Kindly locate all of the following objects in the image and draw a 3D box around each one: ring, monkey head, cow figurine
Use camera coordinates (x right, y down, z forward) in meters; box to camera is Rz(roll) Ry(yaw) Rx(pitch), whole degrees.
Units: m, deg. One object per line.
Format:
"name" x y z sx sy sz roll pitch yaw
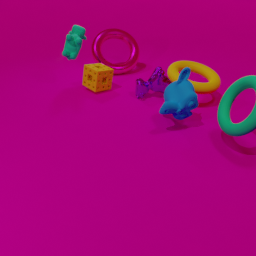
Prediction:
"ring" 2.106 -1.644 8.962 1.723 0.345 1.723 7 40 -6
"ring" -0.503 -3.181 11.594 2.029 2.029 0.406 -9 -12 -14
"monkey head" 1.239 -0.779 7.480 1.167 1.622 0.978 -6 52 -28
"cow figurine" 0.893 -1.406 9.395 1.270 1.250 0.697 24 23 -21
"ring" 2.611 -0.505 6.403 0.291 1.457 1.457 19 24 -21
"cow figurine" -1.873 -2.962 9.776 0.670 1.221 1.201 19 13 -10

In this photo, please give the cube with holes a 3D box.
"cube with holes" -1.065 -1.796 9.902 0.743 0.743 0.743 32 34 34
